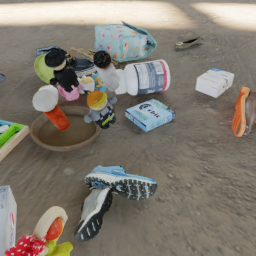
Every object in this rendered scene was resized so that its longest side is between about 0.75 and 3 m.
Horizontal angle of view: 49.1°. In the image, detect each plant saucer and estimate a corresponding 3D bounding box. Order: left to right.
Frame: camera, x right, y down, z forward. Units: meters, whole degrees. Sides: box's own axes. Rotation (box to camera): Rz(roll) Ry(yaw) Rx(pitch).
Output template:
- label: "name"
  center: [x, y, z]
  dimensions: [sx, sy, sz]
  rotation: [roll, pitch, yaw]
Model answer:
- label: "plant saucer"
  center: [-3.417, -2.600, 12.354]
  dimensions: [1.420, 1.420, 0.221]
  rotation: [8, 37, 11]
- label: "plant saucer"
  center: [-2.129, 0.019, 9.775]
  dimensions: [2.435, 0.359, 2.435]
  rotation: [0, 36, 0]

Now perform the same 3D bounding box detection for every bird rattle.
- label: "bird rattle"
  center: [-1.733, 2.211, 5.716]
  dimensions: [0.888, 1.576, 1.285]
  rotation: [12, 65, 22]

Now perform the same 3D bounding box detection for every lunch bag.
- label: "lunch bag"
  center: [-0.084, -4.693, 14.976]
  dimensions: [2.698, 1.645, 2.298]
  rotation: [-22, 43, -35]

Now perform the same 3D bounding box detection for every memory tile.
- label: "memory tile"
  center: [-1.723, -3.698, 14.330]
  dimensions: [1.755, 0.192, 2.289]
  rotation: [-6, 31, -46]

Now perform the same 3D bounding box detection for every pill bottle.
- label: "pill bottle"
  center: [0.512, -2.077, 11.762]
  dimensions: [2.212, 1.323, 1.323]
  rotation: [-11, 38, -13]

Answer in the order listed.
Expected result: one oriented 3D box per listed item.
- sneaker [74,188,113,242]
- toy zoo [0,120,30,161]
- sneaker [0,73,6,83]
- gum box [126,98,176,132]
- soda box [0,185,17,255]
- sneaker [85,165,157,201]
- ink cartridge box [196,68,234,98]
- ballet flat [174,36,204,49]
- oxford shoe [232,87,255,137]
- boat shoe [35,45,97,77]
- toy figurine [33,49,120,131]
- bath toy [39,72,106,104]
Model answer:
- label: "sneaker"
  center: [-0.919, 2.104, 6.900]
  dimensions: [0.640, 0.597, 1.615]
  rotation: [3, 30, 20]
- label: "toy zoo"
  center: [-4.920, 0.248, 9.541]
  dimensions: [2.549, 0.261, 1.672]
  rotation: [11, 39, 14]
- label: "sneaker"
  center: [-6.120, -1.762, 12.062]
  dimensions: [1.777, 0.661, 0.778]
  rotation: [-23, 60, -18]
- label: "gum box"
  center: [0.848, -0.518, 10.508]
  dimensions: [1.451, 0.323, 1.233]
  rotation: [-24, 43, -28]
- label: "soda box"
  center: [-2.962, 2.450, 6.160]
  dimensions: [0.761, 0.819, 2.400]
  rotation: [-10, 38, -13]
- label: "sneaker"
  center: [-0.144, 1.347, 7.697]
  dimensions: [1.962, 0.769, 0.883]
  rotation: [9, 35, 11]
- label: "ink cartridge box"
  center: [3.783, -2.003, 12.229]
  dimensions: [1.062, 0.613, 1.455]
  rotation: [29, 46, 32]
- label: "ballet flat"
  center: [3.580, -4.983, 16.294]
  dimensions: [2.054, 0.476, 0.692]
  rotation: [-17, 40, -21]
- label: "oxford shoe"
  center: [4.457, -0.607, 10.067]
  dimensions: [1.086, 1.062, 2.978]
  rotation: [18, 40, 15]
- label: "boat shoe"
  center: [-2.869, -3.190, 13.223]
  dimensions: [2.881, 1.308, 1.019]
  rotation: [-7, 38, -9]
- label: "toy figurine"
  center: [-1.609, -1.328, 9.384]
  dimensions: [2.618, 1.850, 2.660]
  rotation: [1, 60, 13]
- label: "bath toy"
  center: [-2.246, -1.495, 11.355]
  dimensions: [2.673, 1.163, 0.988]
  rotation: [-23, 86, -29]
